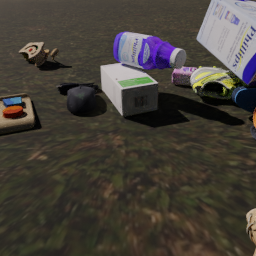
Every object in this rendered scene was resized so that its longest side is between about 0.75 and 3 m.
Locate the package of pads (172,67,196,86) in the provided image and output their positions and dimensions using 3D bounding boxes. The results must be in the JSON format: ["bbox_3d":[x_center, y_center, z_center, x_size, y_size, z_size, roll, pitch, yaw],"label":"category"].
[{"bbox_3d":[2.167,-1.757,9.552,1.296,0.490,0.781,8,32,12],"label":"package of pads"}]

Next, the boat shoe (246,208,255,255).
[{"bbox_3d":[2.013,1.493,4.070,0.577,0.637,1.788,13,25,34],"label":"boat shoe"}]

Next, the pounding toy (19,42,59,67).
[{"bbox_3d":[-3.611,-2.842,11.449,1.660,0.953,0.949,10,59,33],"label":"pounding toy"}]

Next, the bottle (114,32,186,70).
[{"bbox_3d":[0.575,-2.165,8.052,2.266,0.946,0.740,25,28,38],"label":"bottle"}]

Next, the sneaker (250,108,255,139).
[{"bbox_3d":[3.943,-0.383,6.616,1.671,1.157,2.983,18,35,26],"label":"sneaker"}]

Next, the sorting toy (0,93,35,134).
[{"bbox_3d":[-3.830,-0.359,7.355,2.536,0.339,1.889,-11,33,-18],"label":"sorting toy"}]

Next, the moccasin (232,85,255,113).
[{"bbox_3d":[3.703,-0.794,7.739,2.040,0.821,0.696,9,32,-18],"label":"moccasin"}]

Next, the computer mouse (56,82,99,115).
[{"bbox_3d":[-1.447,-1.034,8.325,1.337,0.509,1.931,-6,31,-11],"label":"computer mouse"}]

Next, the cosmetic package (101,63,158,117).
[{"bbox_3d":[-0.018,-1.210,8.265,1.103,0.870,2.050,-13,34,-17],"label":"cosmetic package"}]

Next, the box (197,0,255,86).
[{"bbox_3d":[3.634,-2.374,7.574,2.372,1.353,2.579,-4,43,-23],"label":"box"}]

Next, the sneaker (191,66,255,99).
[{"bbox_3d":[3.239,-1.247,8.450,2.643,0.996,1.010,0,44,13],"label":"sneaker"}]
